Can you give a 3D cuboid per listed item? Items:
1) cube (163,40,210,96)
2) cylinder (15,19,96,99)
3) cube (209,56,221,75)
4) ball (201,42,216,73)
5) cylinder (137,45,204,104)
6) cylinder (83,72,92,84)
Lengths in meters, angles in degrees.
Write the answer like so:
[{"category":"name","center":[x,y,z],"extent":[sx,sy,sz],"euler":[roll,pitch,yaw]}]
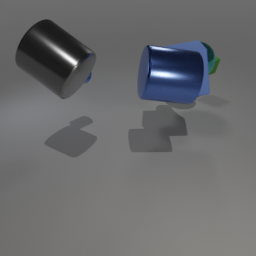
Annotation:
[{"category":"cube","center":[1.704,-1.830,8.830],"extent":[1.400,1.400,1.400],"euler":[-8,26,9]},{"category":"cylinder","center":[-1.732,-1.657,6.864],"extent":[1.400,1.400,1.400],"euler":[36,37,1]},{"category":"cube","center":[3.472,-2.803,12.267],"extent":[0.700,0.700,0.700],"euler":[-24,51,-35]},{"category":"ball","center":[2.652,-2.618,10.830],"extent":[1.400,1.400,1.400],"euler":[0,31,0]},{"category":"cylinder","center":[1.064,-1.384,7.372],"extent":[1.400,1.400,1.400],"euler":[5,30,-9]},{"category":"cylinder","center":[-1.647,-1.750,8.953],"extent":[0.700,0.700,0.700],"euler":[22,24,32]}]
